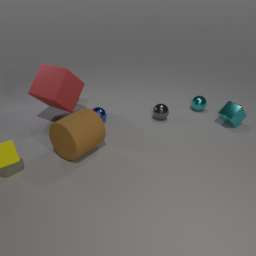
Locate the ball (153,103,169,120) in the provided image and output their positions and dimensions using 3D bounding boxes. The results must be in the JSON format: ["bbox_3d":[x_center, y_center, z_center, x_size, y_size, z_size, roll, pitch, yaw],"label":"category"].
[{"bbox_3d":[1.415,-0.706,12.060,0.700,0.700,0.700,0,29,0],"label":"ball"}]

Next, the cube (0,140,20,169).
[{"bbox_3d":[-3.880,0.855,8.576,0.700,0.700,0.700,-20,0,43],"label":"cube"}]

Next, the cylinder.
[{"bbox_3d":[-1.732,0.197,9.666,1.400,1.400,1.400,20,35,32],"label":"cylinder"}]

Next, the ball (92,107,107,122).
[{"bbox_3d":[-1.242,-0.530,11.756,0.700,0.700,0.700,0,29,0],"label":"ball"}]

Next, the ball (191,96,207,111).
[{"bbox_3d":[3.258,-1.136,12.834,0.700,0.700,0.700,0,29,0],"label":"ball"}]

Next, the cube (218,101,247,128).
[{"bbox_3d":[4.297,-0.557,11.516,0.700,0.700,0.700,-48,40,0],"label":"cube"}]

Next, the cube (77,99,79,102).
[{"bbox_3d":[-2.836,-1.561,13.601,0.700,0.700,0.700,5,29,9],"label":"cube"}]

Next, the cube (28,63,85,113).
[{"bbox_3d":[-2.912,-1.637,11.539,1.400,1.400,1.400,17,-10,26],"label":"cube"}]
